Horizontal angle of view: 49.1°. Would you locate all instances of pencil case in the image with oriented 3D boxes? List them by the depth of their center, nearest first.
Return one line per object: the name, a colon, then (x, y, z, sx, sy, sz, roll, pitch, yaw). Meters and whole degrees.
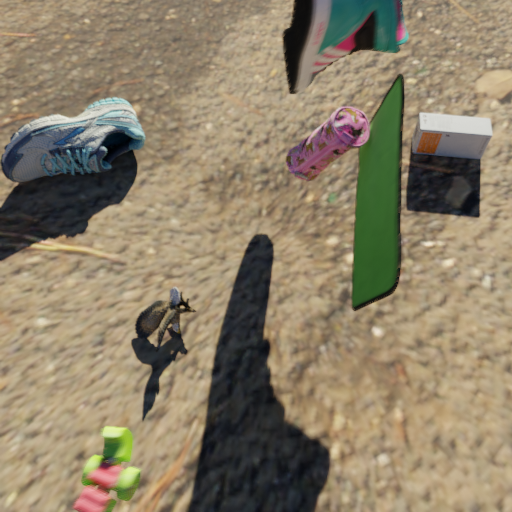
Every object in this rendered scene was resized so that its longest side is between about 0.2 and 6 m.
pencil case: (0.924, -1.456, 7.420, 0.573, 1.383, 0.598, 0, 76, -25)

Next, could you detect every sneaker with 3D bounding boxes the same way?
sneaker: (1.512, -3.725, 9.390, 1.898, 3.144, 1.315, -8, 86, -6)
sneaker: (-3.501, -2.113, 10.927, 2.851, 1.106, 1.231, -31, 65, -18)

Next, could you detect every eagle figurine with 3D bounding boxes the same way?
eagle figurine: (-1.479, 1.047, 9.194, 0.962, 0.730, 0.726, -33, 83, -25)

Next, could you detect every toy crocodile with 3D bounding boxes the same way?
toy crocodile: (-1.501, 2.341, 5.165, 0.507, 0.464, 1.502, 16, 64, 11)

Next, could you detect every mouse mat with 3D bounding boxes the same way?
mouse mat: (1.384, -0.616, 6.508, 0.090, 1.916, 2.382, 6, 78, -2)

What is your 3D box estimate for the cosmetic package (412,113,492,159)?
cosmetic package: (3.934, -2.417, 11.330, 1.400, 0.710, 0.499, 5, 58, 4)
